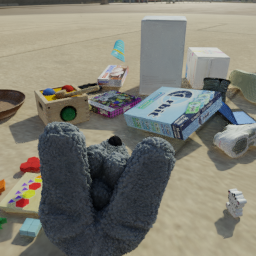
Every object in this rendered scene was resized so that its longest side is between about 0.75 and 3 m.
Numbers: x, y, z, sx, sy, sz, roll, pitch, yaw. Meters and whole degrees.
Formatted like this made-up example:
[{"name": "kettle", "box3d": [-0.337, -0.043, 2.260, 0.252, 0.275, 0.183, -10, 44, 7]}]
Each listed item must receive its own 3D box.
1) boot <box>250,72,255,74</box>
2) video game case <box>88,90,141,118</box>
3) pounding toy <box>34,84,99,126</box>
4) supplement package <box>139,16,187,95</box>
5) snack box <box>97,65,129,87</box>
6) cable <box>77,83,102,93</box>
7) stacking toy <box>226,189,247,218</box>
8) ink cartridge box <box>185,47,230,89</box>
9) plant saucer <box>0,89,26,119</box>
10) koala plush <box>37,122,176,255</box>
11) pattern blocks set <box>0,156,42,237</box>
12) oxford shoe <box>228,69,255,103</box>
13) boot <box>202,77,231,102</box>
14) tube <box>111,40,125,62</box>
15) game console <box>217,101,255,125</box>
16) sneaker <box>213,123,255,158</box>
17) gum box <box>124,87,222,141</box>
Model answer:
[{"name": "boot", "box3d": [5.487, -2.340, 12.760, 0.911, 0.435, 0.335, 6, 28, 12]}, {"name": "video game case", "box3d": [-0.581, -0.908, 10.116, 1.481, 0.293, 1.634, 22, 34, 36]}, {"name": "pounding toy", "box3d": [-1.962, -0.860, 8.974, 1.610, 1.243, 1.749, -15, 31, -26]}, {"name": "supplement package", "box3d": [1.364, -2.887, 11.148, 1.678, 2.861, 1.673, 4, 27, 8]}, {"name": "snack box", "box3d": [-0.624, -2.440, 12.909, 1.038, 0.351, 2.887, 3, 24, 5]}, {"name": "cable", "box3d": [-1.655, -1.714, 11.709, 1.112, 0.282, 0.907, 2, 27, 6]}, {"name": "stacking toy", "box3d": [2.935, 1.690, 4.819, 1.596, 0.498, 2.117, -7, 28, -13]}, {"name": "ink cartridge box", "box3d": [3.417, -2.589, 12.194, 1.366, 1.402, 2.181, 0, 28, -1]}, {"name": "plant saucer", "box3d": [-4.751, -0.760, 9.670, 2.417, 0.442, 2.417, 0, 28, 0]}, {"name": "koala plush", "box3d": [-0.438, 0.974, 5.135, 2.102, 2.179, 2.371, 10, 6, -2]}, {"name": "pattern blocks set", "box3d": [-1.946, 1.336, 5.843, 1.879, 0.173, 2.138, 9, 28, 17]}, {"name": "oxford shoe", "box3d": [4.871, -1.664, 11.007, 0.758, 0.987, 2.624, 15, 23, -15]}, {"name": "boot", "box3d": [2.582, -1.194, 9.682, 1.823, 1.191, 0.617, -3, 27, -6]}, {"name": "tube", "box3d": [-0.212, -1.731, 6.301, 0.349, 0.227, 0.901, 22, 34, -14]}, {"name": "game console", "box3d": [3.382, -0.582, 8.816, 1.300, 0.901, 1.523, -5, 28, -7]}, {"name": "sneaker", "box3d": [3.142, 0.124, 7.647, 1.927, 0.751, 0.958, -13, 26, -26]}, {"name": "gum box", "box3d": [1.293, -0.535, 8.330, 1.896, 0.497, 2.231, -37, 32, -30]}]
